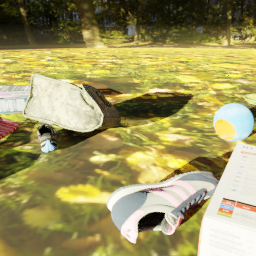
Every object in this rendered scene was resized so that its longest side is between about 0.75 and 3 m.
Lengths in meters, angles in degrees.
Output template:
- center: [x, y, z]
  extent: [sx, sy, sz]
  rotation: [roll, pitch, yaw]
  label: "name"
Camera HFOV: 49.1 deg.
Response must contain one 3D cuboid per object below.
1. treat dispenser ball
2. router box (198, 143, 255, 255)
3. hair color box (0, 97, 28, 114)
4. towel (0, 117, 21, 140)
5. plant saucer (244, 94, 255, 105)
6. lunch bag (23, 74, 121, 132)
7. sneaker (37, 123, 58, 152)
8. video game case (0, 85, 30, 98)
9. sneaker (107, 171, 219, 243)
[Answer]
- center: [2.805, -0.150, 7.436]
  extent: [1.013, 1.013, 1.013]
  rotation: [0, 19, 0]
  label: "treat dispenser ball"
- center: [2.810, 1.232, 3.887]
  extent: [2.967, 0.725, 2.662]
  rotation: [11, 22, 28]
  label: "router box"
- center: [-4.302, -0.919, 10.268]
  extent: [1.873, 0.567, 0.937]
  rotation: [-3, 19, -11]
  label: "hair color box"
- center: [-3.946, -0.039, 7.646]
  extent: [1.346, 0.209, 1.861]
  rotation: [19, 18, -2]
  label: "towel"
- center: [5.455, -1.126, 11.398]
  extent: [1.382, 0.215, 1.382]
  rotation: [1, 19, 0]
  label: "plant saucer"
- center: [-1.370, -0.578, 7.789]
  extent: [2.256, 1.326, 1.850]
  rotation: [16, 4, 11]
  label: "lunch bag"
- center: [-2.067, 0.123, 7.247]
  extent: [0.513, 0.599, 1.446]
  rotation: [-8, 20, -17]
  label: "sneaker"
- center: [-3.750, -1.408, 10.483]
  extent: [2.481, 0.235, 1.773]
  rotation: [-4, 16, -15]
  label: "video game case"
- center: [0.703, 1.224, 4.298]
  extent: [1.952, 0.685, 0.801]
  rotation: [-10, 39, -20]
  label: "sneaker"
